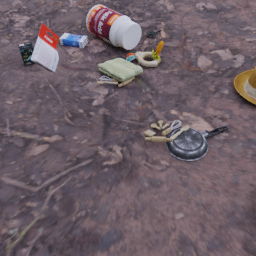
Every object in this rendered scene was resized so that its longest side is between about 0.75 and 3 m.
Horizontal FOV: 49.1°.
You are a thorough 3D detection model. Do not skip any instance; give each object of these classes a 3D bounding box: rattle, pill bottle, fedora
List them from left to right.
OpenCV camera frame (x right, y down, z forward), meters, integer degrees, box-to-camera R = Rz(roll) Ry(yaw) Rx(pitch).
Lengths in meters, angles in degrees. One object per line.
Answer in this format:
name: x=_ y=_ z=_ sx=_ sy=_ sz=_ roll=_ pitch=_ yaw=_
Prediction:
pill bottle: x=-0.733 y=-5.094 z=14.248 sx=1.558 sy=1.558 sz=2.729 roll=-35 pitch=55 yaw=-29
rattle: x=0.716 y=-3.570 z=13.132 sx=1.667 sy=1.191 sz=1.085 roll=23 pitch=66 yaw=13
fedora: x=5.979 y=-2.015 z=11.561 sx=2.993 sy=1.221 sz=2.993 roll=0 pitch=46 yaw=0

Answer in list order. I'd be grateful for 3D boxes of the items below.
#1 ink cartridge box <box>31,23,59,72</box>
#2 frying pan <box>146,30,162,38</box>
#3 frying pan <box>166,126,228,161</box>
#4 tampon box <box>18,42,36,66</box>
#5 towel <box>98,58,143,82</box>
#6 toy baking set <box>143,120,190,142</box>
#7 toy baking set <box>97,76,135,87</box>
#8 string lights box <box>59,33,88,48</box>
ink cartridge box: x=-2.448 y=-2.438 z=8.635 sx=0.336 sy=0.957 sz=1.177 roll=19 pitch=87 yaw=21
frying pan: x=1.365 y=-5.200 z=15.345 sx=0.593 sy=0.160 sz=0.980 roll=26 pitch=50 yaw=22
frying pan: x=2.554 y=0.461 z=9.816 sx=2.446 sy=0.398 sz=1.480 roll=-5 pitch=47 yaw=-1
tampon box: x=-4.706 y=-3.483 z=13.204 sx=0.646 sy=0.862 sz=0.544 roll=-16 pitch=48 yaw=-15
towel: x=-0.371 y=-2.680 z=12.645 sx=1.376 sy=0.338 sz=1.855 roll=-30 pitch=47 yaw=-29
toy baking set: x=1.337 y=0.084 z=9.989 sx=1.582 sy=0.184 sz=1.214 roll=4 pitch=41 yaw=27
toy baking set: x=-0.535 y=-2.155 z=12.423 sx=1.275 sy=0.193 sz=1.661 roll=23 pitch=45 yaw=28
string lights box: x=-2.818 y=-4.555 z=14.564 sx=1.290 sy=0.380 sz=0.663 roll=12 pitch=47 yaw=12
